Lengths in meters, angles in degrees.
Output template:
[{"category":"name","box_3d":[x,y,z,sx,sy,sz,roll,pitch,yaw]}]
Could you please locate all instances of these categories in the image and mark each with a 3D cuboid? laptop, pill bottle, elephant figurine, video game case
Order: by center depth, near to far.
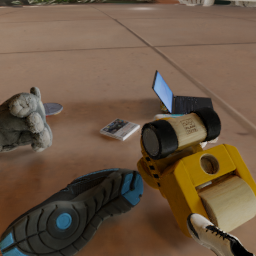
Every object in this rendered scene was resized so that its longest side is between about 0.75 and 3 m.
[{"category":"pill bottle","box_3d":[1.448,0.094,7.174,1.579,0.875,0.875,1,29,1]},{"category":"elephant figurine","box_3d":[-3.459,0.100,7.219,2.614,1.849,2.028,-20,3,-5]},{"category":"video game case","box_3d":[-0.246,0.030,8.743,0.867,0.111,0.953,18,35,28]},{"category":"laptop","box_3d":[1.981,-1.201,9.901,2.179,1.125,1.931,5,30,8]}]

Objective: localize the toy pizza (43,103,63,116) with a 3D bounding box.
[{"category":"toy pizza","box_3d":[-2.805,-0.629,9.860,1.029,0.163,1.029,0,28,0]}]

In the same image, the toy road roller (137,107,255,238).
[{"category":"toy road roller","box_3d":[1.227,0.966,5.980,1.616,1.919,2.629,-16,70,-26]}]

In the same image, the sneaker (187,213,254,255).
[{"category":"sneaker","box_3d":[1.339,1.609,4.068,0.413,0.449,1.121,-23,46,-34]}]

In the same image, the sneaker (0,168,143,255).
[{"category":"sneaker","box_3d":[-1.023,1.580,5.367,2.805,1.027,1.149,-20,14,-35]}]

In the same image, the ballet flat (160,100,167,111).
[{"category":"ballet flat","box_3d":[1.353,-0.978,10.318,0.351,0.322,1.021,1,29,2]}]
